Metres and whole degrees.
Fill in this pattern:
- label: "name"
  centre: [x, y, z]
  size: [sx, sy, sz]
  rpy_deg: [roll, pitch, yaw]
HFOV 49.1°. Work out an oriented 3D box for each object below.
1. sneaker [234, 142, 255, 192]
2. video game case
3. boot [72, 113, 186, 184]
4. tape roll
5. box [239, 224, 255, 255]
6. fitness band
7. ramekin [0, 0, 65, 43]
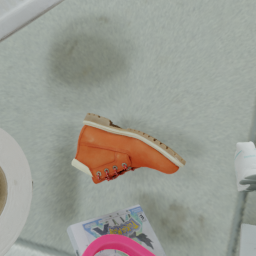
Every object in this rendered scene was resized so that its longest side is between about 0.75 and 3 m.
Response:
- label: "sneaker"
  centre: [2.468, 0.820, 5.557]
  size: [0.684, 1.945, 0.779]
  rpy_deg: [-13, 64, 16]
- label: "video game case"
  centre: [-0.063, 2.501, 5.524]
  size: [0.209, 1.899, 1.731]
  rpy_deg: [-50, 57, 34]
- label: "boot"
  centre: [-0.097, 0.677, 5.983]
  size: [2.638, 0.990, 1.415]
  rpy_deg: [17, 79, 35]
- label: "tape roll"
  centre: [-2.988, 1.227, 5.153]
  size: [0.520, 2.848, 2.848]
  rpy_deg: [-7, 79, 27]
- label: "box"
  centre: [2.761, 2.771, 4.751]
  size: [1.625, 1.633, 1.399]
  rpy_deg: [-1, 115, 26]
- label: "fitness band"
  centre: [0.047, 2.558, 4.537]
  size: [1.868, 1.342, 0.350]
  rpy_deg: [32, 125, 13]
- label: "ramekin"
  centre: [-2.564, -2.547, 5.531]
  size: [2.532, 2.532, 1.329]
  rpy_deg: [-36, 116, -6]
